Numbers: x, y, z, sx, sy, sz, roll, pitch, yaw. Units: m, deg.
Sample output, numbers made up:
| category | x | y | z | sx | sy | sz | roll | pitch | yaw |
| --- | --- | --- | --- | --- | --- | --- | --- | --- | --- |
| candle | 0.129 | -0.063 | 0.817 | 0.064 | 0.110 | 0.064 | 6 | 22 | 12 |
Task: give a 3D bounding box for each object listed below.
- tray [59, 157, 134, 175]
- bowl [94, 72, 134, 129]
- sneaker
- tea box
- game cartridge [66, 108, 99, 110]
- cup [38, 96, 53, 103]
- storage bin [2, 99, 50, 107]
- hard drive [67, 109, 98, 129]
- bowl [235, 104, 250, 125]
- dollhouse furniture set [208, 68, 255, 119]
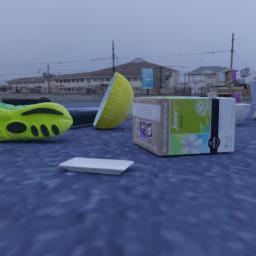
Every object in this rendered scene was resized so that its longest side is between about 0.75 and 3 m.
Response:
| category | x | y | z | sx | sy | sz | roll | pitch | yaw |
| --- | --- | --- | --- | --- | --- | --- | --- | --- | --- |
| tray | -0.396 | 0.493 | 3.612 | 0.869 | 0.096 | 0.467 | 2 | 6 | 17 |
| bowl | -0.273 | -0.692 | 8.413 | 0.943 | 1.753 | 1.753 | 22 | 3 | -10 |
| sneaker | -2.472 | -0.100 | 6.143 | 2.594 | 0.961 | 1.084 | 5 | -6 | 6 |
| tea box | 0.925 | -0.100 | 5.095 | 1.388 | 0.943 | 1.411 | -3 | 7 | -17 |
| game cartridge | -1.669 | -0.741 | 13.486 | 1.617 | 0.504 | 2.429 | 11 | 12 | 42 |
| cup | -4.180 | -0.952 | 13.676 | 0.709 | 0.991 | 0.991 | -23 | -11 | 42 |
| storage bin | -4.371 | -0.816 | 12.054 | 1.907 | 0.894 | 1.289 | -2 | 7 | -24 |
| hard drive | -1.913 | -0.373 | 9.798 | 2.000 | 0.471 | 2.867 | 3 | 7 | 27 |
| bowl | 3.221 | -0.526 | 10.130 | 1.940 | 0.725 | 1.943 | 1 | 7 | 6 |
| dollhouse furniture set | 4.889 | -1.567 | 11.696 | 1.692 | 2.448 | 2.593 | -4 | -5 | -28 |
